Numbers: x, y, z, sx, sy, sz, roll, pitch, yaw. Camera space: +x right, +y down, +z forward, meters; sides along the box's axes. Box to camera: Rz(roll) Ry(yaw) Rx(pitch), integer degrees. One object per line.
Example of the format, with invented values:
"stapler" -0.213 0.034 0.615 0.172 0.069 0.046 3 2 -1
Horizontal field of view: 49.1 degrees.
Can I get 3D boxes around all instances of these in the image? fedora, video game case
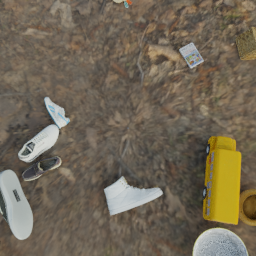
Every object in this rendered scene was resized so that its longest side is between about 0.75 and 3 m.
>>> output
"fedora" 4.094 2.625 9.300 1.188 0.485 1.188 0 76 1
"video game case" 2.512 -2.882 11.111 0.627 0.079 0.875 -29 85 -8

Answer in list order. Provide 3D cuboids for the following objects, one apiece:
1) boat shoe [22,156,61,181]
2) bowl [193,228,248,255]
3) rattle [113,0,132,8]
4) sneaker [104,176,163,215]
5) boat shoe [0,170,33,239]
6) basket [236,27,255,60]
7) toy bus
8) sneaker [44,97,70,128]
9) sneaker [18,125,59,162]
"boat shoe" -3.026 1.363 9.695 1.430 0.463 0.514 -23 74 -7
"bowl" 2.774 3.976 8.726 1.672 0.785 1.672 0 73 1
"rattle" -0.254 -5.621 12.007 1.015 0.725 0.661 25 107 -8
"sneaker" 0.137 2.078 9.358 1.868 0.688 1.079 -19 77 -5
"boat shoe" -3.829 2.546 9.244 0.731 0.812 2.296 -24 81 27
"basket" 4.944 -3.299 11.191 0.788 0.823 1.104 4 69 -33
"toy bus" 3.105 1.640 9.269 0.922 1.109 2.832 9 73 3
"sneaker" -2.649 -0.619 10.335 0.519 0.491 1.284 -32 82 -16
"sneaker" -3.114 0.507 9.858 0.640 0.675 1.677 38 75 12
